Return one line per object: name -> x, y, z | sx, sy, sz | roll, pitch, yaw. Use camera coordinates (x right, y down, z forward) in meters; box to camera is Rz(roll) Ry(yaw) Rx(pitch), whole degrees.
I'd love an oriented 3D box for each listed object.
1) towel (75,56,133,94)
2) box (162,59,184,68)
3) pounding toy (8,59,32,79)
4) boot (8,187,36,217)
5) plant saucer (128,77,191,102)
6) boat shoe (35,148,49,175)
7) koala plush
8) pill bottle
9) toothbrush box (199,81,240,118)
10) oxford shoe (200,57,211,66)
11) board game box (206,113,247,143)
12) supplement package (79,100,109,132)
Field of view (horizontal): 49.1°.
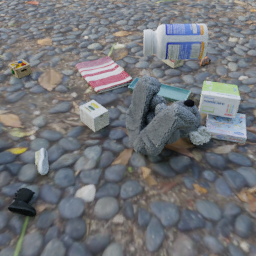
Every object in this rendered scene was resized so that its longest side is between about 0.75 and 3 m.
towel -> -1.311, -2.902, 14.845 | 2.100, 0.332, 2.915 | -20, 45, -21
box -> 2.525, -3.947, 15.803 | 0.717, 0.611, 1.122 | -24, 47, -25
pounding toy -> -5.791, -3.169, 14.808 | 1.073, 0.763, 0.987 | -33, 50, -32
boot -> -3.214, 2.333, 8.883 | 0.976, 0.361, 0.800 | 9, 38, 10
plant saucer -> 1.522, -1.820, 13.663 | 2.912, 0.276, 1.018 | 16, 44, 19
boat shoe -> -3.135, 1.253, 10.110 | 0.386, 0.448, 1.244 | -25, 38, 5
koala plush -> 1.657, -0.283, 10.728 | 2.924, 2.687, 2.593 | -6, 44, -39
pill bottle -> 1.981, -3.683, 12.027 | 2.610, 1.463, 1.463 | 0, 41, 4
toothbrush box -> 3.953, -1.296, 12.208 | 1.510, 0.893, 2.074 | 11, 25, 12
oxford shoe -> 4.380, -3.745, 15.799 | 0.351, 0.344, 0.964 | 30, 49, 23
board game box -> 4.063, -0.115, 11.656 | 1.565, 0.322, 1.561 | 11, 42, 12
supplement package -> -1.421, -0.517, 11.784 | 0.772, 0.766, 1.017 | -31, 50, -30
